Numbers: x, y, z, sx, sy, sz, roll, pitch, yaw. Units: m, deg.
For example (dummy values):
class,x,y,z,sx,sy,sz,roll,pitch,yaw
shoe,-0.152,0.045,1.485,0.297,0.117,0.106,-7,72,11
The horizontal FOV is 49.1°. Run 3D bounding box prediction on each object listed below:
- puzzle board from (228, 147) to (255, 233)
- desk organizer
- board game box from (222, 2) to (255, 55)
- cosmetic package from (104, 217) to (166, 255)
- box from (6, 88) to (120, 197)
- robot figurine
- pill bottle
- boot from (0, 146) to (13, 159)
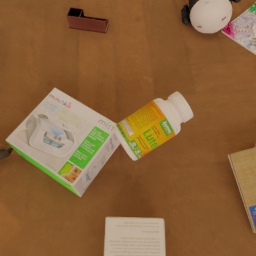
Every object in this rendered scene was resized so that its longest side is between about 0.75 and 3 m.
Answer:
class,x,y,z,sx,sy,sz,roll,pitch,yaw
puzzle board,4.407,1.425,7.748,2.860,0.249,2.155,-14,81,-6
desk organizer,-1.539,-4.159,10.812,1.533,0.590,0.550,10,62,5
board game box,5.169,-3.782,10.787,2.221,0.287,2.222,-39,69,-18
cosmetic package,0.143,3.600,6.443,1.471,1.071,2.894,2,64,1
box,-1.741,0.376,8.101,2.400,1.160,2.118,31,68,16
robot figurine,3.098,-4.786,10.632,1.573,1.894,2.521,12,61,-13
pill bottle,0.657,-0.091,7.106,1.877,1.042,1.042,-33,66,2
boot,-4.315,1.190,7.918,2.237,0.836,1.084,-13,70,5
